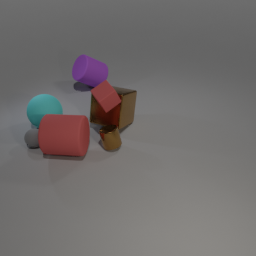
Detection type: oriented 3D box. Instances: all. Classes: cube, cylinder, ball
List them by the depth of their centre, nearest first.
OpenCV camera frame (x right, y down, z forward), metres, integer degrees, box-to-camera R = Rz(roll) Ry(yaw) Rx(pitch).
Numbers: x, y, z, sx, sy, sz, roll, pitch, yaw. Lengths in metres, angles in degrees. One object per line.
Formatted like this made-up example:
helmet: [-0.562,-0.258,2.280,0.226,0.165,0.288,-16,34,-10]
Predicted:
cylinder: [-2.168,0.238,9.702,1.400,1.400,1.400,2,30,6]
cube: [-0.784,-1.132,9.999,0.700,0.700,0.700,-36,55,-3]
cylinder: [-0.636,0.338,10.178,0.700,0.700,0.700,-13,23,6]
ball: [-3.455,0.370,10.331,0.700,0.700,0.700,0,30,0]
ball: [-3.346,-0.660,11.286,1.400,1.400,1.400,0,30,0]
cube: [-0.597,-0.888,11.500,1.400,1.400,1.400,14,19,22]
cylinder: [-2.002,-2.983,14.816,1.400,1.400,1.400,15,15,-42]
